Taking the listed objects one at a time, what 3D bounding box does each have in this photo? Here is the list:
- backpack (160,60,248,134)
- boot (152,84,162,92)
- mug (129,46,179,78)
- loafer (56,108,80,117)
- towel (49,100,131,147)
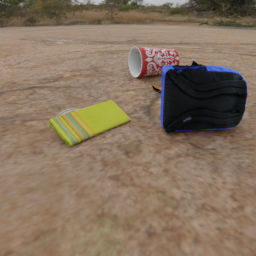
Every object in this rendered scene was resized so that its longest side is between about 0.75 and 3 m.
[{"bbox_3d":[2.690,-1.279,10.313,2.919,2.372,2.449,0,24,3],"label":"backpack"},{"bbox_3d":[2.319,-2.131,14.189,1.715,0.587,1.615,-13,29,-24],"label":"boot"},{"bbox_3d":[1.482,-4.135,17.116,2.670,1.781,2.370,-8,28,-23],"label":"mug"},{"bbox_3d":[-1.840,-0.395,10.535,1.802,0.648,0.567,-17,37,-37],"label":"loafer"},{"bbox_3d":[-1.300,-0.239,10.200,2.926,0.264,1.259,-23,62,-42],"label":"towel"}]
